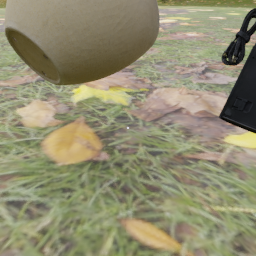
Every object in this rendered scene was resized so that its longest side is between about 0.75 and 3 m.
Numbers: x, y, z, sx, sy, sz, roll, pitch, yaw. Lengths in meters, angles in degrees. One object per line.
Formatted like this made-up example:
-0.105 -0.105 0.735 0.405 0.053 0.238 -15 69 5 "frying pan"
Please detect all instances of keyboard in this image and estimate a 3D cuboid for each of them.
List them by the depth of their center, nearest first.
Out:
2.386 -1.247 4.334 1.659 2.763 0.354 28 5 34 "keyboard"

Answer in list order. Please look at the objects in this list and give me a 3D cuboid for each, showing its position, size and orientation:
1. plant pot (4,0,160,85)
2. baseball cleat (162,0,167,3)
-0.969 -1.681 4.571 2.478 2.478 1.664 23 65 37 "plant pot"
0.437 -3.757 6.802 2.036 1.084 0.710 5 61 -13 "baseball cleat"
